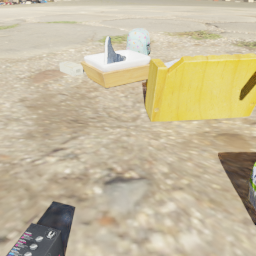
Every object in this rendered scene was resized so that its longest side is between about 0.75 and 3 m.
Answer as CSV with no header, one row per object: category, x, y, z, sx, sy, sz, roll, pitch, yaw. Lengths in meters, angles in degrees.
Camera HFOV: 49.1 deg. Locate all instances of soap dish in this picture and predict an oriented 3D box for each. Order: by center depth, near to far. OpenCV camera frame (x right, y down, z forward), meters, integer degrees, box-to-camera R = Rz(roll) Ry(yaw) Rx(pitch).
soap dish,-0.405,-2.324,10.874,2.317,0.941,1.823,-17,32,-30

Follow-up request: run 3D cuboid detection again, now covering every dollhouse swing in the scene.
dollhouse swing,1.961,-1.630,8.186,2.908,2.643,2.556,-3,49,-5

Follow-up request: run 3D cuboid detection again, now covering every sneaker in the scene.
sneaker,-0.480,-2.950,10.903,0.867,1.200,0.456,2,1,4

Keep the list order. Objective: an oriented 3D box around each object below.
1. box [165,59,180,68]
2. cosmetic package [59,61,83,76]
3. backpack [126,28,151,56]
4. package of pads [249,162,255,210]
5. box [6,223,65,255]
box,2.611,-2.514,11.849,1.803,0.371,1.406,23,36,38
cosmetic package,-2.401,-2.523,11.858,0.530,0.374,1.024,-25,38,-38
backpack,0.507,-4.297,14.137,1.190,1.354,1.038,13,31,20
package of pads,3.512,1.401,3.819,2.931,1.000,2.264,-1,27,-1
box,-1.245,1.776,3.566,0.485,0.559,0.914,9,30,14
